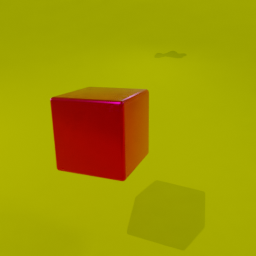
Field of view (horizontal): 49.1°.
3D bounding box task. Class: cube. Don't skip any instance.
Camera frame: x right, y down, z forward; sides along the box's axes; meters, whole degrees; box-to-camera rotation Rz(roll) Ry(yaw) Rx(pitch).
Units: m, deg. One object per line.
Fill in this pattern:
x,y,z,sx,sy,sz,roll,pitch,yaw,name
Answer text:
-0.398,0.012,4.673,1.213,1.213,1.213,5,18,21,cube
